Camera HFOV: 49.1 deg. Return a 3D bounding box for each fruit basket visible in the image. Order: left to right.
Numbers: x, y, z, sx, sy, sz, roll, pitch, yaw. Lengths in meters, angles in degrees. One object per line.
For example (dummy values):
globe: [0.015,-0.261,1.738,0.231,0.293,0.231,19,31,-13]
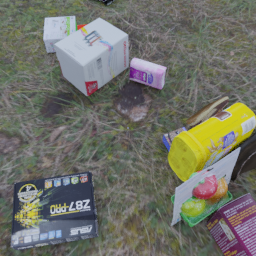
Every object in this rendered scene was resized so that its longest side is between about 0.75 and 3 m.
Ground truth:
fruit basket: [2.107,1.707,7.989,2.207,2.383,1.117,-28,47,-17]

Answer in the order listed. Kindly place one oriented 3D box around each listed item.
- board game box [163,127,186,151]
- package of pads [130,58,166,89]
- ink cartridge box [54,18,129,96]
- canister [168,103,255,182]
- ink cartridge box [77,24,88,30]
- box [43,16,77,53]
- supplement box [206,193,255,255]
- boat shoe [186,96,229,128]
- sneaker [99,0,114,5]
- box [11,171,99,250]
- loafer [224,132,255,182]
board game box: [1.764,0.457,9.989,0.843,0.408,0.672,-20,58,-12]
package of pads: [0.800,-2.217,11.374,1.483,0.894,0.561,22,51,17]
ink cartridge box: [-1.376,-2.931,11.447,2.421,1.759,1.751,-40,64,-23]
canister: [2.724,0.445,9.111,2.611,1.939,1.130,-28,60,-20]
ink cartridge box: [-1.775,-4.616,13.430,1.291,0.399,1.592,-7,59,-5]
box: [-3.108,-4.375,13.008,1.452,0.796,1.645,-7,56,-4]
supplement box: [3.300,3.145,7.581,1.121,1.422,2.173,-21,59,-15]
boat shoe: [3.134,-0.455,10.510,2.201,0.794,0.792,-33,92,-32]
sneaker: [-1.417,-6.930,14.893,1.511,0.567,0.872,-2,58,-2]
box: [-2.205,2.467,8.525,2.440,0.599,1.966,-7,59,-5]
loafer: [4.289,0.849,9.328,2.915,1.064,1.040,-37,63,-23]
